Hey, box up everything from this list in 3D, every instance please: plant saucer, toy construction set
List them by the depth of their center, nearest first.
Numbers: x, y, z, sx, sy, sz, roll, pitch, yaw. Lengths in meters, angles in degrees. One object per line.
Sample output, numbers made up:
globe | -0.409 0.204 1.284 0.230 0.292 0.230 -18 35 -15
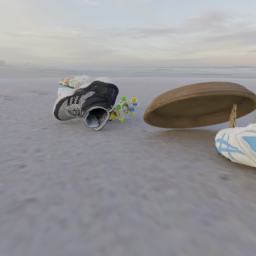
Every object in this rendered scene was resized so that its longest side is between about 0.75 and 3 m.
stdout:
plant saucer | 1.864 -0.541 7.419 2.977 0.438 2.977 -4 -14 -1
toy construction set | -0.596 -0.702 10.175 1.788 0.824 1.172 1 35 44

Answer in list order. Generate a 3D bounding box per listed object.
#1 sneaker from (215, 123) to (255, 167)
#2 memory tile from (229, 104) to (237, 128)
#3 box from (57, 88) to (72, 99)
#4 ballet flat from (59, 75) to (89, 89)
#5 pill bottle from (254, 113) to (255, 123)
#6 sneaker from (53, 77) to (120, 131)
sneaker | 2.374 0.253 4.910 1.071 1.080 2.980 5 6 -3
memory tile | 2.582 -0.086 6.921 0.077 0.911 0.699 8 -30 14
box | -1.945 -1.118 11.561 1.827 0.926 1.028 -2 21 -11
ballet flat | -1.377 -1.479 10.108 2.223 0.710 0.841 19 2 -31
pill bottle | 4.331 -0.203 7.201 1.880 1.055 1.055 -7 13 1
sneaker | -1.451 -0.548 8.817 2.615 0.987 1.488 -23 43 25
